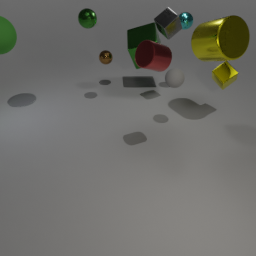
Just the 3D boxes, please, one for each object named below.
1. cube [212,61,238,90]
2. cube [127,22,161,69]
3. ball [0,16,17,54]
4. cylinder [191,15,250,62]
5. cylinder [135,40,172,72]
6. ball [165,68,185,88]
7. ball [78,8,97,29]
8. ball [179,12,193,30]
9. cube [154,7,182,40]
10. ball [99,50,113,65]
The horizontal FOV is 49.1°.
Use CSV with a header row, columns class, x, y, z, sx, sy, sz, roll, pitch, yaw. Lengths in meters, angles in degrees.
class,x,y,z,sx,sy,sz,roll,pitch,yaw
cube,3.804,-2.069,11.045,0.700,0.700,0.700,-37,70,5
cube,0.829,-3.947,13.537,1.400,1.400,1.400,-11,57,15
ball,-4.884,-3.454,10.408,1.400,1.400,1.400,0,33,0
cylinder,3.148,-3.023,9.647,1.400,1.400,1.400,-14,16,-21
cylinder,0.659,-1.856,7.265,0.700,0.700,0.700,0,25,-43
ball,1.672,-1.784,10.027,0.700,0.700,0.700,0,33,0
ball,-1.495,-4.038,10.339,0.700,0.700,0.700,0,33,0
ball,2.407,-4.522,11.833,0.700,0.700,0.700,0,33,0
cube,1.525,-3.947,10.601,0.700,0.700,0.700,-39,61,4
ball,-1.113,-3.538,14.039,0.700,0.700,0.700,0,33,0
